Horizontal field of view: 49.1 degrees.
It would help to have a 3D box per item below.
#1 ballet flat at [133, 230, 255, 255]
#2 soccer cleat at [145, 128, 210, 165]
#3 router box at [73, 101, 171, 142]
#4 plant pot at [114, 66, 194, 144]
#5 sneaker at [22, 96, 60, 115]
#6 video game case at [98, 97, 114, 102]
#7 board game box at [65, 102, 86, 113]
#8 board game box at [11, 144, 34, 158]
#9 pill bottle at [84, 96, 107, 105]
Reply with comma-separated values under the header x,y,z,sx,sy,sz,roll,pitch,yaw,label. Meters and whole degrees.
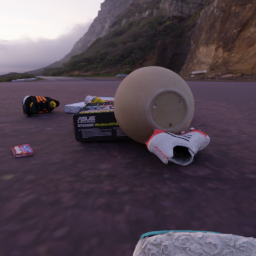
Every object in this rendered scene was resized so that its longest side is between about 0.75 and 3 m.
x,y,z,sx,sy,sz,roll,pitch,yaw,label
0.967,1.235,2.334,1.877,0.674,0.674,1,12,4,ballet flat
1.235,0.444,6.090,1.979,0.679,0.843,5,36,-42,soccer cleat
-0.097,-0.296,8.378,2.653,0.824,1.988,-4,13,5,router box
0.755,-0.486,6.740,2.046,2.046,1.374,-2,9,-10,plant pot
-3.890,-1.082,12.732,1.070,0.832,2.379,-2,9,5,sneaker
-1.309,-1.747,17.516,2.171,0.189,1.552,6,13,26,video game case
-1.863,-0.978,13.394,1.640,0.357,1.648,6,13,25,board game box
-2.578,0.548,6.816,0.418,0.079,0.813,-9,15,-27,board game box
-1.282,-0.968,11.618,1.031,0.574,0.574,24,21,22,pill bottle
